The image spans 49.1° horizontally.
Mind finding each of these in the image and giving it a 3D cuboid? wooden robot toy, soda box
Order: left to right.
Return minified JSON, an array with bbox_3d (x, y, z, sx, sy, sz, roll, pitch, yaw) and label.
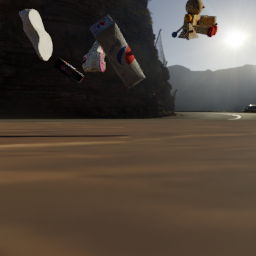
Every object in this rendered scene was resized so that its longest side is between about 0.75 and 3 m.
[{"bbox_3d":[-1.792,-1.726,8.504,0.921,0.326,0.292,36,9,-11],"label":"soda box"},{"bbox_3d":[-0.240,-1.923,7.295,0.585,1.845,0.630,-33,43,3],"label":"soda box"},{"bbox_3d":[2.093,-3.285,8.158,1.079,1.111,2.449,14,31,26],"label":"wooden robot toy"}]

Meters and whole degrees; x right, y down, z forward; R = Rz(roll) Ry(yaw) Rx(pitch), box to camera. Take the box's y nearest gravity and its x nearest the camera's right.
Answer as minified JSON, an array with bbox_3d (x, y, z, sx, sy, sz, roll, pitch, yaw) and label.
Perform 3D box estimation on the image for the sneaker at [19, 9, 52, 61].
[{"bbox_3d":[-2.785,-2.774,8.388,0.672,1.518,0.571,14,43,29],"label":"sneaker"}]

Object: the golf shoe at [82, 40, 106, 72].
[{"bbox_3d":[-1.419,-2.980,11.448,0.954,0.785,2.085,-10,41,5],"label":"golf shoe"}]
